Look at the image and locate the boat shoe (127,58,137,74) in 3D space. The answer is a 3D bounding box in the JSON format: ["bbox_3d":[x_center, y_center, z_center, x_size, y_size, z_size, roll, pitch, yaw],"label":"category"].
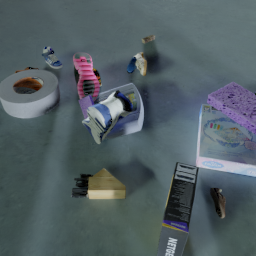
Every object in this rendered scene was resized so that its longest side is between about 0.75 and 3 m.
[{"bbox_3d":[0.249,-3.122,14.392,0.519,0.423,1.232,19,48,8],"label":"boat shoe"}]

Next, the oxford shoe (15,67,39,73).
[{"bbox_3d":[-5.074,-2.868,14.089,1.286,0.458,0.459,-3,45,0],"label":"oxford shoe"}]

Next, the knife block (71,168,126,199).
[{"bbox_3d":[-1.016,2.001,8.973,1.549,0.496,1.360,34,54,30],"label":"knife block"}]

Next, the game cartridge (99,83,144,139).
[{"bbox_3d":[-0.286,-0.791,11.541,1.812,0.557,2.723,-14,44,6],"label":"game cartridge"}]

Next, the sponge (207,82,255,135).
[{"bbox_3d":[4.715,-0.714,10.895,1.635,0.437,2.930,-26,49,-26],"label":"sponge"}]

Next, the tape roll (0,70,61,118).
[{"bbox_3d":[-4.331,-1.568,12.439,2.555,0.844,2.555,1,43,0],"label":"tape roll"}]

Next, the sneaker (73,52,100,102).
[{"bbox_3d":[-2.026,-2.127,12.965,1.047,1.264,2.651,-1,66,-24],"label":"sneaker"}]

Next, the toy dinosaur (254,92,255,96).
[{"bbox_3d":[5.915,-1.294,12.226,2.611,0.620,1.151,14,13,16],"label":"toy dinosaur"}]

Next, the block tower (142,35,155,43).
[{"bbox_3d":[1.217,-5.341,16.810,0.902,0.261,0.244,-29,51,-29],"label":"block tower"}]

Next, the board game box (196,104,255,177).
[{"bbox_3d":[4.135,0.413,10.512,2.933,0.636,2.918,9,45,9],"label":"board game box"}]

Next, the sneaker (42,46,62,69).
[{"bbox_3d":[-3.975,-3.742,14.624,1.302,0.953,0.525,34,53,30],"label":"sneaker"}]

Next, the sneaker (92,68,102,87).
[{"bbox_3d":[-1.635,-2.657,13.659,0.561,0.722,1.605,-12,45,-12],"label":"sneaker"}]

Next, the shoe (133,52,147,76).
[{"bbox_3d":[0.619,-3.256,14.321,0.563,0.737,2.107,-2,36,-2],"label":"shoe"}]

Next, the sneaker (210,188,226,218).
[{"bbox_3d":[2.909,2.302,8.754,0.394,0.367,1.042,-2,44,-6],"label":"sneaker"}]

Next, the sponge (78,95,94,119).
[{"bbox_3d":[-1.521,-0.684,10.958,0.605,1.084,0.162,-16,5,34],"label":"sponge"}]

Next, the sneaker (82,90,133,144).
[{"bbox_3d":[-0.606,-0.398,9.537,1.517,2.626,1.061,-35,87,-20],"label":"sneaker"}]

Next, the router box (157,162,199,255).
[{"bbox_3d":[1.252,2.349,7.272,0.612,2.344,1.843,12,44,12],"label":"router box"}]
